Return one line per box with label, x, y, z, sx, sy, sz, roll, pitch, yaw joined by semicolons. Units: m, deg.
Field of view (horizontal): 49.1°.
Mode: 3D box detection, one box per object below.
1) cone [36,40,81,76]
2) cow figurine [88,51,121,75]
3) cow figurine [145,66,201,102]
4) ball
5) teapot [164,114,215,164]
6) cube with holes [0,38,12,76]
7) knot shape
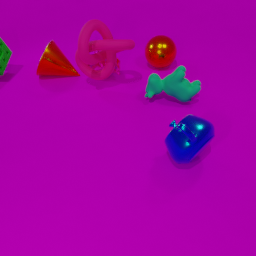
cone;-2.343;-2.199;10.083;1.382;1.377;1.377;26;39;-11
cow figurine;-0.895;-2.189;9.971;1.263;0.693;1.243;-35;68;14
cow figurine;1.328;-1.236;8.727;1.475;1.452;0.810;40;32;-10
ball;1.218;-2.842;10.445;1.199;1.199;1.199;0;39;0
teapot;1.371;0.209;6.569;1.225;1.970;0.965;-46;73;2
cube with holes;-4.868;-2.508;9.513;1.084;1.084;1.084;-3;59;15
knot shape;-0.897;-2.305;8.754;1.993;1.865;0.921;0;56;-40
